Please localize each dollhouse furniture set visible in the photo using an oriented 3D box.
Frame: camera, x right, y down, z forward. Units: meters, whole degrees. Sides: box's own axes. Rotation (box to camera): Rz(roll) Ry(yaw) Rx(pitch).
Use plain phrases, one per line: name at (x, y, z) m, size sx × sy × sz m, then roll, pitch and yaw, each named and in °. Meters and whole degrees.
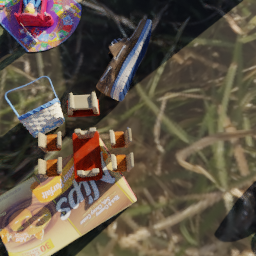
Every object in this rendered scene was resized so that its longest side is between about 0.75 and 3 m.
dollhouse furniture set at (-0.909, 0.230, 6.065) m, size 1.845 × 0.950 × 1.825 m, roll -3°, pitch 73°, yaw -8°

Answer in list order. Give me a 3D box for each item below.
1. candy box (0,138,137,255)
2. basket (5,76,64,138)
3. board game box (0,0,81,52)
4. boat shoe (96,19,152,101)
candy box at (-1.385, 1.635, 6.151) m, size 2.779 × 0.768 × 1.604 m, roll -30°, pitch 77°, yaw -8°
basket at (-2.146, -0.476, 6.629) m, size 1.091 × 0.861 × 1.237 m, roll -24°, pitch 106°, yaw -5°
board game box at (-2.569, -3.376, 7.691) m, size 2.018 × 0.497 × 2.555 m, roll -43°, pitch 79°, yaw -10°
boat shoe at (-0.091, -1.860, 7.102) m, size 0.835 × 0.833 × 2.307 m, roll 23°, pitch 76°, yaw 8°
